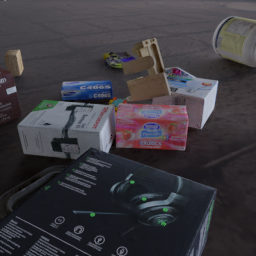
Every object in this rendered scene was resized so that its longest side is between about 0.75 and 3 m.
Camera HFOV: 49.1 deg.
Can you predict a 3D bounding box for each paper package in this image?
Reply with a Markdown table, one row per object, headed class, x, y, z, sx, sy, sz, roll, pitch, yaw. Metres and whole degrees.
| class | x | y | z | sx | sy | sz | roll | pitch | yaw |
| --- | --- | --- | --- | --- | --- | --- | --- | --- | --- |
| paper package | -5.142 | -2.944 | 12.659 | 0.542 | 0.998 | 1.047 | -6 | 31 | -10 |

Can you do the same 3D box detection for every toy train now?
| class | x | y | z | sx | sy | sz | roll | pitch | yaw |
| --- | --- | --- | --- | --- | --- | --- | --- | --- | --- |
| toy train | -0.107 | -0.546 | 9.223 | 1.073 | 0.397 | 1.429 | -3 | 34 | -7 |

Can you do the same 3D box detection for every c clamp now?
| class | x | y | z | sx | sy | sz | roll | pitch | yaw |
| --- | --- | --- | --- | --- | --- | --- | --- | --- | --- |
| c clamp | -1.545 | 1.404 | 5.947 | 1.894 | 0.300 | 2.217 | 26 | 39 | 36 |

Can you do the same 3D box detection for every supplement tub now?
| class | x | y | z | sx | sy | sz | roll | pitch | yaw |
| --- | --- | --- | --- | --- | --- | --- | --- | --- | --- |
| supplement tub | 5.902 | -4.224 | 13.782 | 2.087 | 2.087 | 2.878 | -16 | 35 | -26 |

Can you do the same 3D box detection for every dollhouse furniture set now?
| class | x | y | z | sx | sy | sz | roll | pitch | yaw |
| --- | --- | --- | --- | --- | --- | --- | --- | --- | --- |
| dollhouse furniture set | 0.977 | -2.034 | 9.010 | 1.468 | 1.714 | 1.802 | -4 | 20 | 44 |

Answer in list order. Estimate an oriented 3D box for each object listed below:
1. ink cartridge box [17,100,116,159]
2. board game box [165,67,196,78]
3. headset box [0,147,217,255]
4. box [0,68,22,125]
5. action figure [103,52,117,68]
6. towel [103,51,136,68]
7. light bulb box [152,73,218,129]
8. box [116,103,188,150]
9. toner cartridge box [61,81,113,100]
| class | x | y | z | sx | sy | sz | roll | pitch | yaw |
| --- | --- | --- | --- | --- | --- | --- | --- | --- | --- |
| ink cartridge box | -1.550 | 0.022 | 7.666 | 2.218 | 0.921 | 1.626 | 5 | 31 | 8 |
| board game box | 1.952 | -1.806 | 10.382 | 1.494 | 0.193 | 1.494 | 23 | -2 | -24 |
| headset box | -0.260 | 1.730 | 4.347 | 2.520 | 1.343 | 2.895 | 15 | 33 | 25 |
| box | -4.358 | -1.003 | 8.835 | 1.255 | 1.529 | 1.268 | 24 | 39 | 35 |
| action figure | -0.806 | -3.058 | 12.730 | 0.437 | 0.508 | 0.855 | 3 | 57 | 35 |
| towel | -0.365 | -3.553 | 14.453 | 1.534 | 0.243 | 2.136 | -8 | 31 | -15 |
| light bulb box | 1.877 | -0.946 | 9.189 | 1.692 | 1.065 | 1.707 | 15 | 34 | 24 |
| box | 0.644 | -0.054 | 7.764 | 1.911 | 0.981 | 0.905 | 3 | 30 | 4 |
| toner cartridge box | -1.545 | -1.448 | 10.689 | 1.878 | 0.405 | 0.892 | -3 | 30 | -7 |
